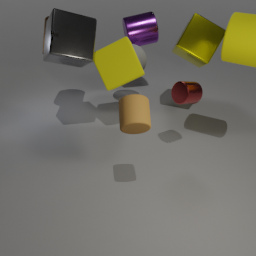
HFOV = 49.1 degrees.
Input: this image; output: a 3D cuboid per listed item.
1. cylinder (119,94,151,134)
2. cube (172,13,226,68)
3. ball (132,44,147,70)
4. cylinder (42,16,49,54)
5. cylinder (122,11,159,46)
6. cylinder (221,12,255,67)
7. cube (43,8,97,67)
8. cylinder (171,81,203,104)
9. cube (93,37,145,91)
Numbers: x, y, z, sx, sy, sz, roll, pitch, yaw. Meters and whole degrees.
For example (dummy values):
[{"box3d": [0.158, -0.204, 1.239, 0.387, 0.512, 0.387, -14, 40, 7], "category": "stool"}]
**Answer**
[{"box3d": [0.149, -0.301, 6.346, 0.700, 0.700, 0.700, -2, 68, -3], "category": "cylinder"}, {"box3d": [2.756, -3.396, 11.064, 1.400, 1.400, 1.400, 30, 6, -2], "category": "cube"}, {"box3d": [0.122, -2.962, 12.296, 1.400, 1.400, 1.400, 0, 30, 0], "category": "ball"}, {"box3d": [-2.621, -3.518, 11.092, 1.400, 1.400, 1.400, 4, 2, 0], "category": "cylinder"}, {"box3d": [0.570, -4.550, 13.039, 1.400, 1.400, 1.400, -14, 31, -3], "category": "cylinder"}, {"box3d": [3.584, -2.509, 8.068, 1.400, 1.400, 1.400, 18, 35, 23], "category": "cylinder"}, {"box3d": [-1.956, -2.903, 9.304, 1.400, 1.400, 1.400, 5, 1, -25], "category": "cube"}, {"box3d": [1.833, -1.097, 8.723, 0.700, 0.700, 0.700, -6, 28, -38], "category": "cylinder"}, {"box3d": [-0.317, -2.300, 10.218, 1.400, 1.400, 1.400, -24, 7, 9], "category": "cube"}]
